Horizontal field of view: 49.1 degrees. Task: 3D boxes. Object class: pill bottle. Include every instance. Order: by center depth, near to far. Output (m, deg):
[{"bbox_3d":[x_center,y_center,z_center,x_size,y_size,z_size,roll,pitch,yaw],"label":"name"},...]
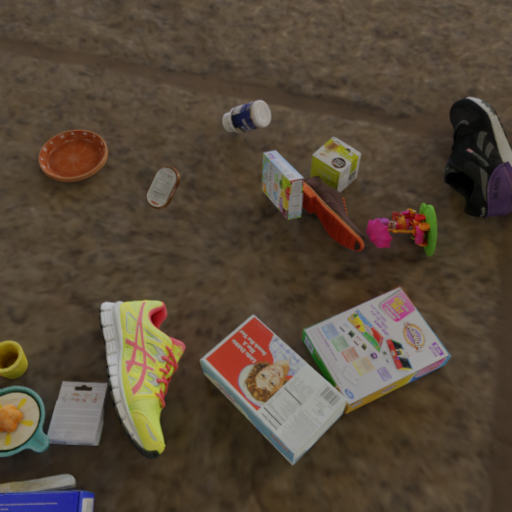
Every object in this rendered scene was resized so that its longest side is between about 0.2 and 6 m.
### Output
[{"bbox_3d":[-0.250,-3.191,12.995,1.094,0.608,0.608,-3,47,42],"label":"pill bottle"}]

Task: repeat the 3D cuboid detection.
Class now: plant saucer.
[{"bbox_3d":[-4.183,-2.277,12.865,1.538,0.248,1.538,0,55,1],"label":"plant saucer"}]

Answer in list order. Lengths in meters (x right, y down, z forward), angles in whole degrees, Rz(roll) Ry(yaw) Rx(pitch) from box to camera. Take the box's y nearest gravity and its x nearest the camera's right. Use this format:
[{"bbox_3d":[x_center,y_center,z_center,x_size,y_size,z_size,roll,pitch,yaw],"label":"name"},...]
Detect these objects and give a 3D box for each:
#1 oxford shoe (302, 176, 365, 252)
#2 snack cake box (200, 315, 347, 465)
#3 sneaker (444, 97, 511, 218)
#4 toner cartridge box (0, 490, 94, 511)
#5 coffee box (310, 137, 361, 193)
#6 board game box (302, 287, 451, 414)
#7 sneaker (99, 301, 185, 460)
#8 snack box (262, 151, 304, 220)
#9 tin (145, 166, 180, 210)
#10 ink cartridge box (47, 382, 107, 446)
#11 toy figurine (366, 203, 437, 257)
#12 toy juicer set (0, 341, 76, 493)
[{"bbox_3d":[1.657,-0.956,11.648,0.745,0.731,2.053,-31,65,-19],"label":"oxford shoe"},{"bbox_3d":[0.267,2.230,9.524,1.280,0.748,2.226,-39,64,-21],"label":"snack cake box"},{"bbox_3d":[4.705,-2.240,12.325,1.391,1.203,3.178,-12,57,-2],"label":"sneaker"},{"bbox_3d":[-4.256,4.314,7.968,3.610,0.779,1.715,-1,64,-1],"label":"toner cartridge box"},{"bbox_3d":[1.731,-1.968,12.328,0.777,0.778,0.769,37,64,22],"label":"coffee box"},{"bbox_3d":[2.132,1.653,10.102,2.108,0.425,1.613,-21,59,-14],"label":"board game box"},{"bbox_3d":[-1.817,1.902,9.520,1.343,1.163,2.975,-12,56,-11],"label":"sneaker"},{"bbox_3d":[0.530,-1.479,11.654,0.348,0.934,1.313,-13,40,-19],"label":"snack box"},{"bbox_3d":[-1.935,-1.410,11.567,0.524,0.196,0.936,26,93,9],"label":"tin"},{"bbox_3d":[-3.012,2.682,9.551,0.829,0.258,1.030,2,52,2],"label":"ink cartridge box"},{"bbox_3d":[2.870,-0.595,11.377,1.261,1.029,1.370,0,34,4],"label":"toy figurine"},{"bbox_3d":[-4.296,2.865,9.088,1.791,0.766,2.816,-26,61,-16],"label":"toy juicer set"}]
